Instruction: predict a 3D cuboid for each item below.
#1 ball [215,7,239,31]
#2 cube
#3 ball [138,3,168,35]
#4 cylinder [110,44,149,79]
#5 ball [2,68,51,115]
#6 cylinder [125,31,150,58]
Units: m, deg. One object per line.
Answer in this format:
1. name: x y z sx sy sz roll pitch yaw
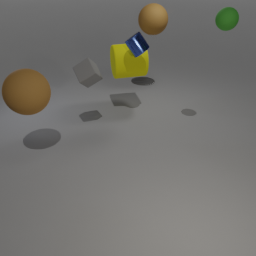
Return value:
1. ball: 3.092 -3.403 8.745 0.700 0.700 0.700 0 28 0
2. cube: -1.461 -2.004 10.210 0.700 0.700 0.700 -29 -14 12
3. ball: 1.174 -5.076 13.106 1.400 1.400 1.400 0 28 0
4. cylinder: 0.034 -2.876 11.961 1.400 1.400 1.400 -8 29 -10
5. ball: -3.059 -1.088 8.482 1.400 1.400 1.400 0 28 0
6. cylinder: 0.345 -3.155 10.604 0.700 0.700 0.700 -33 18 12
